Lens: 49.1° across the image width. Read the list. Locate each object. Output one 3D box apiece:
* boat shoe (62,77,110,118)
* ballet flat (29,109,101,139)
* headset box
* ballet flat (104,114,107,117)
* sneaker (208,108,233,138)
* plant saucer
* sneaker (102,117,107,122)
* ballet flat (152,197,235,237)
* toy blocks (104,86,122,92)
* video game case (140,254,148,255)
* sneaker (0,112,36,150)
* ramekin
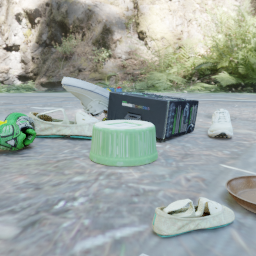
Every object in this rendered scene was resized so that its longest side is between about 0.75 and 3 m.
[{"bbox_3d":[-1.099,-0.868,9.721,1.014,0.998,2.859,15,-4,45],"label":"boat shoe"},{"bbox_3d":[-1.842,-0.139,8.934,2.953,0.921,0.996,1,9,5],"label":"ballet flat"},{"bbox_3d":[0.821,-0.511,9.432,2.222,1.184,2.552,13,12,32],"label":"headset box"},{"bbox_3d":[-0.586,-0.693,13.860,0.569,0.576,1.692,19,21,16],"label":"ballet flat"},{"bbox_3d":[3.122,-0.184,9.474,0.804,0.867,2.139,4,11,13],"label":"sneaker"},{"bbox_3d":[2.096,1.002,4.070,1.307,0.239,1.307,-1,10,0],"label":"plant saucer"},{"bbox_3d":[-0.803,-0.127,10.139,0.444,0.505,1.194,-4,8,-10],"label":"sneaker"},{"bbox_3d":[0.849,1.041,3.422,1.177,0.367,0.397,-4,10,-25],"label":"ballet flat"},{"bbox_3d":[-1.255,-1.950,18.189,2.211,1.511,1.105,4,10,25],"label":"toy blocks"},{"bbox_3d":[0.275,1.386,2.100,1.033,0.114,0.940,6,11,36],"label":"video game case"},{"bbox_3d":[-2.980,0.183,7.721,0.992,0.908,2.328,12,13,-5],"label":"sneaker"},{"bbox_3d":[-0.099,0.292,6.633,1.638,0.800,1.638,0,9,0],"label":"ramekin"}]
